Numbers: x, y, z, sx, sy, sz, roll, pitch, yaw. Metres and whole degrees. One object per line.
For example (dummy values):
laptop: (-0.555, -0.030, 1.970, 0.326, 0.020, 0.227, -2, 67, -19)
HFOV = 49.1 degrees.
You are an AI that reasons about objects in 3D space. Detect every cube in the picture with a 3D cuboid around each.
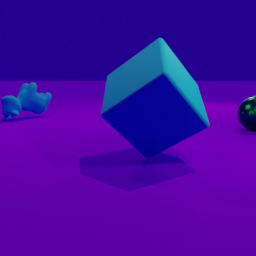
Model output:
cube: (0.469, -0.517, 5.058, 1.310, 1.310, 1.310, -31, 33, 25)

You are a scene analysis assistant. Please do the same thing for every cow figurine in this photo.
cow figurine: (-3.649, -0.826, 10.026, 0.891, 1.597, 1.623, 1, -23, 39)

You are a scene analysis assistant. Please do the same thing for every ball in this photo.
ball: (3.562, -0.399, 7.819, 0.950, 0.950, 0.950, 0, 10, 0)
